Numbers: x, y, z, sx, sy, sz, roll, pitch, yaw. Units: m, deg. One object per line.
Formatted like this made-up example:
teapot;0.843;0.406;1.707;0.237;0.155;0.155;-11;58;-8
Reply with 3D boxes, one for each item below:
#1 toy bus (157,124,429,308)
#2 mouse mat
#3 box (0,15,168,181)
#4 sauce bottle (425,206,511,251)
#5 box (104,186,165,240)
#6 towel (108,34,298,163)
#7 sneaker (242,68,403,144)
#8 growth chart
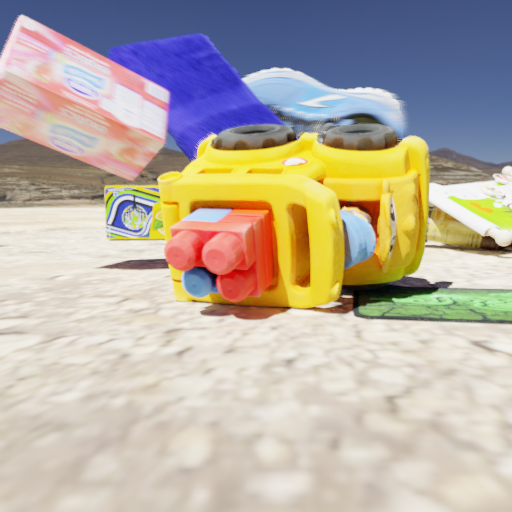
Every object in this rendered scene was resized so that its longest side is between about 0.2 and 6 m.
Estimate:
toy bus;0.293;-0.255;5.235;2.483;1.685;2.384;3;21;18
mouse mat;1.954;0.436;5.255;2.070;0.078;1.665;2;6;9
box;-2.146;-1.847;6.861;1.936;0.993;0.916;20;-39;-32
sauce bottle;4.200;-0.480;10.491;2.184;0.721;0.721;10;9;19
box;-1.544;-1.043;13.359;3.892;1.251;1.363;-1;6;-8
towel;-0.769;-2.532;9.241;2.176;2.947;0.730;-28;-19;-46
sneaker;1.110;-2.562;10.635;3.657;1.436;1.630;3;36;-4
growth chart;4.849;-0.985;10.642;3.791;0.336;2.744;-10;33;-34
